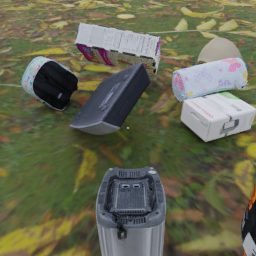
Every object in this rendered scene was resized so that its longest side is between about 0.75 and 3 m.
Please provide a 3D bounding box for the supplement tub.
[{"bbox_3d":[2.380,1.029,3.381,1.644,2.683,1.644,-1,38,0],"label":"supplement tub"}]

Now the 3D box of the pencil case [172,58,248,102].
[{"bbox_3d":[2.134,-1.256,7.359,1.939,0.806,0.880,-13,80,-12],"label":"pencil case"}]

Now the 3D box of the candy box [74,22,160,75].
[{"bbox_3d":[-0.222,-2.306,8.278,2.297,0.701,1.566,13,-3,6],"label":"candy box"}]

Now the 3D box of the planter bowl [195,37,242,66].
[{"bbox_3d":[2.688,-1.965,8.689,0.919,1.365,1.365,-36,47,-17],"label":"planter bowl"}]

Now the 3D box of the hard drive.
[{"bbox_3d":[-0.453,-0.534,6.137,1.570,0.493,2.328,-57,20,-15],"label":"hard drive"}]

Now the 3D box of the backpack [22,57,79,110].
[{"bbox_3d":[-2.110,-1.220,7.401,0.997,1.324,1.175,25,85,31],"label":"backpack"}]

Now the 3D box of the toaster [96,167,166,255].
[{"bbox_3d":[0.064,1.379,4.084,0.966,1.098,1.700,-3,20,1],"label":"toaster"}]

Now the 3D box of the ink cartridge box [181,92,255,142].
[{"bbox_3d":[2.171,-0.319,6.843,1.429,0.601,1.040,-13,37,-23],"label":"ink cartridge box"}]
